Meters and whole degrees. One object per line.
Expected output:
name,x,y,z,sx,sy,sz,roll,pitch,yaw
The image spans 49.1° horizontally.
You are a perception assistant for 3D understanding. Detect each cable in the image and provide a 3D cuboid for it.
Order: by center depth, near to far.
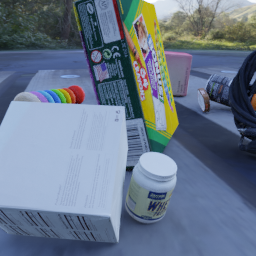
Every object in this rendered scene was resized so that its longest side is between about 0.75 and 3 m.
cable,3.132,-0.610,5.057,0.717,2.302,2.822,10,-8,-29

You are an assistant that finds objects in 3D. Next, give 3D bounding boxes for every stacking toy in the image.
stacking toy,-2.004,-0.698,7.833,0.977,0.977,2.289,10,21,26

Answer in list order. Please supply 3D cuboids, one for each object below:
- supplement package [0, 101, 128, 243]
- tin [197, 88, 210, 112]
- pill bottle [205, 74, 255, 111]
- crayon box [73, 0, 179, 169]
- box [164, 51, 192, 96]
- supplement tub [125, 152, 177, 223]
supplement package,-0.758,0.518,3.320,1.387,1.020,1.327,3,54,5
tin,2.364,-0.889,8.796,0.209,0.558,0.996,-4,33,1
pill bottle,3.379,-1.087,8.945,1.670,0.887,0.887,25,29,28
crayon box,0.200,-1.024,5.661,0.846,2.902,2.504,-8,15,23
box,1.105,-2.234,11.136,2.500,1.599,1.362,4,19,-2
supplement tub,0.300,0.769,3.640,0.569,0.785,0.569,10,29,-5
